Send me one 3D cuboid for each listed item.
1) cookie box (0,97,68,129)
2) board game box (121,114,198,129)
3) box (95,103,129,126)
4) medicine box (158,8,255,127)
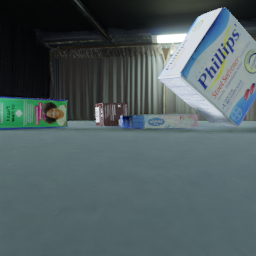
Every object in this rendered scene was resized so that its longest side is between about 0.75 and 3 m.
[{"bbox_3d":[-3.300,-0.440,8.218,2.358,0.886,2.017,-3,5,-43],"label":"cookie box"},{"bbox_3d":[0.859,-0.215,8.589,1.894,0.413,1.903,-3,3,-11],"label":"board game box"},{"bbox_3d":[-0.623,-0.522,10.811,1.065,0.883,0.874,-3,3,-25],"label":"box"},{"bbox_3d":[2.983,-1.917,9.424,2.874,2.618,1.479,36,-7,-23],"label":"medicine box"}]
